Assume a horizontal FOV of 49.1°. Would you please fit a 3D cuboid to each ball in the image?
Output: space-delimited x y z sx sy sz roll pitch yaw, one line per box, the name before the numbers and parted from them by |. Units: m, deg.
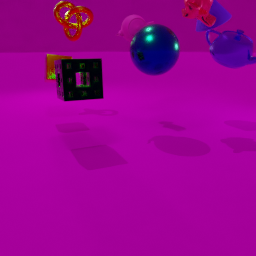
ball | 0.713 -2.073 7.487 1.338 1.338 1.338 0 17 0

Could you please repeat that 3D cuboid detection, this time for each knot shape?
knot shape | -2.062 -4.323 11.111 1.438 1.536 0.710 -16 27 9

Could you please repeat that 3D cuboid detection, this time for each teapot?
teapot | 1.808 -1.354 4.708 1.162 0.569 0.722 34 44 22
teapot | 0.178 -2.805 7.945 1.235 0.768 0.605 -22 21 -11

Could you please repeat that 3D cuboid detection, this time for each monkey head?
monkey head | 2.081 -3.435 7.749 1.134 0.950 1.577 37 63 2

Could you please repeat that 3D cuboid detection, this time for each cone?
cone | 2.613 -4.008 9.176 1.214 1.218 1.214 -23 27 12

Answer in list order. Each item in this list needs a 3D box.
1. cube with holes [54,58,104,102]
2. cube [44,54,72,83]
cube with holes | -1.191 -1.172 6.734 0.928 0.928 0.928 -7 13 -22
cube | -2.243 -1.872 8.975 0.784 0.784 0.784 1 2 -21
